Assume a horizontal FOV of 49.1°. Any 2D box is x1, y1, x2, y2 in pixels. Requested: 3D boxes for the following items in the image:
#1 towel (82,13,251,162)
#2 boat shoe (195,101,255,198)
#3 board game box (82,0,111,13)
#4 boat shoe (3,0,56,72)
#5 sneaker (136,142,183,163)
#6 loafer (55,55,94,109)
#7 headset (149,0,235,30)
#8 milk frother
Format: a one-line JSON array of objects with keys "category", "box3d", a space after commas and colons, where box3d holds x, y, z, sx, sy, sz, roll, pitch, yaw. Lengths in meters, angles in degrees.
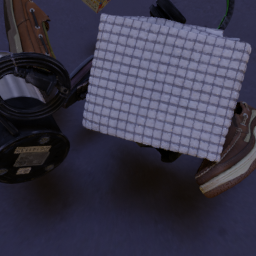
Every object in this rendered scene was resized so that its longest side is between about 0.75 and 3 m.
[{"category": "towel", "box3d": [0.530, -0.644, 4.313, 2.193, 0.938, 1.816, 13, 95, 8]}, {"category": "boat shoe", "box3d": [1.812, 0.198, 5.206, 1.105, 1.103, 2.986, 51, 36, 9]}, {"category": "board game box", "box3d": [-0.806, -4.141, 7.910, 0.765, 1.458, 0.751, 40, 68, -4]}, {"category": "boat shoe", "box3d": [-2.423, -2.449, 6.814, 1.013, 1.072, 2.980, -6, 70, -24]}, {"category": "sneaker", "box3d": [0.371, -0.206, 5.684, 2.425, 0.806, 1.097, 44, 55, -16]}, {"category": "loafer", "box3d": [-0.667, -1.289, 6.624, 0.770, 0.879, 2.446, 40, 71, 3]}, {"category": "headset", "box3d": [1.227, -3.331, 7.231, 2.952, 1.823, 1.387, 28, 22, 2]}, {"category": "milk frother", "box3d": [-1.839, -0.593, 4.508, 2.191, 1.977, 2.060, -43, 61, 14]}]
